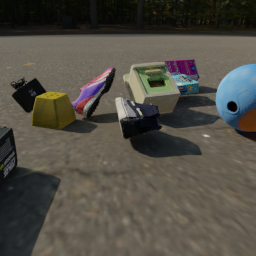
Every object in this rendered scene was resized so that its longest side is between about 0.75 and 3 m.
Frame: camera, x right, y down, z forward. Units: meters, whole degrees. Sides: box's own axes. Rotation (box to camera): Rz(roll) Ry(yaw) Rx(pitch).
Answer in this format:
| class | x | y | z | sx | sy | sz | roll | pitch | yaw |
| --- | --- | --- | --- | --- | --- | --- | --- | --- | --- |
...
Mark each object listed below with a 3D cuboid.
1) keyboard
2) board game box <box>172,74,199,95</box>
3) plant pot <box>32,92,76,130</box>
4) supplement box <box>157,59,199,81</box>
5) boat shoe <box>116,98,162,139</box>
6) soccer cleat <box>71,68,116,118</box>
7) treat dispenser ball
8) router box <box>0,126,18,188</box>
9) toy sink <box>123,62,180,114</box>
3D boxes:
| class | x | y | z | sx | sy | sz | roll | pitch | yaw |
| --- | --- | --- | --- | --- | --- | --- | --- | --- | --- |
| keyboard | -3.390 | -1.175 | 9.374 | 0.399 | 1.048 | 2.013 | -28 | 19 | 12 |
| board game box | 1.608 | -1.556 | 10.344 | 1.586 | 0.372 | 1.198 | -11 | 29 | -15 |
| plant pot | -2.168 | -0.558 | 8.133 | 0.952 | 0.840 | 0.953 | 8 | 23 | 19 |
| supplement box | 1.948 | -2.257 | 11.824 | 1.774 | 0.898 | 0.917 | -8 | -15 | -16 |
| boat shoe | 0.252 | -0.350 | 7.407 | 1.016 | 0.818 | 2.191 | -11 | 23 | -2 |
| soccer cleat | -1.064 | -1.264 | 8.897 | 0.756 | 0.704 | 2.065 | 27 | 63 | 6 |
| treat dispenser ball | 3.262 | -0.778 | 7.404 | 1.787 | 1.787 | 1.787 | 0 | 22 | 0 |
| router box | -3.407 | 0.897 | 4.382 | 2.238 | 0.928 | 2.986 | 1 | 22 | 0 |
| toy sink | 0.691 | -1.412 | 8.894 | 1.184 | 1.018 | 1.816 | -8 | 56 | -16 |
